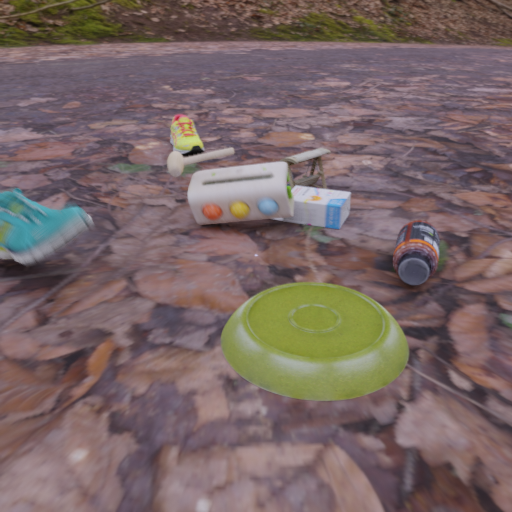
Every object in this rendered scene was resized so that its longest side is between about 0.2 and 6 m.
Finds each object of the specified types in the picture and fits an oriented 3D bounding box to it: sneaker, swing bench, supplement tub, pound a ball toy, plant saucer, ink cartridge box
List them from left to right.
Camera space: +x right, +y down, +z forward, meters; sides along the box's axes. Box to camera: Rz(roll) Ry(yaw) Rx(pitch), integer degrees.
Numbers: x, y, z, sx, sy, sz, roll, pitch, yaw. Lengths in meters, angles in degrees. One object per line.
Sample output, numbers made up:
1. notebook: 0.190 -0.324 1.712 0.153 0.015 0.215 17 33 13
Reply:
1. sneaker: -3.605 -0.499 8.547 2.553 1.017 0.989 -1 30 32
2. sneaker: -2.014 -3.427 15.687 0.801 0.926 2.050 -9 29 -22
3. pound a ball toy: -0.488 -1.245 10.350 2.164 1.411 0.919 -4 48 13
4. swing bench: 0.993 -1.752 12.090 1.052 1.058 0.686 -21 33 -36
5. ink cartridge box: 1.061 -1.001 11.187 1.478 0.501 0.851 9 28 20
6. plant saucer: 0.762 0.946 7.347 2.454 0.381 2.454 1 25 0
7. supplement tub: 2.565 -0.032 8.983 0.703 0.703 1.315 8 28 17
